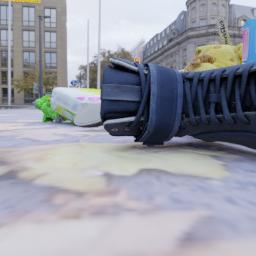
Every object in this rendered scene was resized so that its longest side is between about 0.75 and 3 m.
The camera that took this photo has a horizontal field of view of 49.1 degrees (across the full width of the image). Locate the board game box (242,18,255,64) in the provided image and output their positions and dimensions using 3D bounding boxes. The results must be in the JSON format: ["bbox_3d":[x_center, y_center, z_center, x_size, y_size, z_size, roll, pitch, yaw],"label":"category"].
[{"bbox_3d":[2.974,-0.891,5.160,1.647,2.152,0.434,0,4,5],"label":"board game box"}]

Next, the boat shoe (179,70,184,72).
[{"bbox_3d":[0.784,-0.825,7.265,2.173,0.799,0.726,-40,-26,22],"label":"boat shoe"}]

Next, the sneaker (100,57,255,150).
[{"bbox_3d":[0.799,-0.325,3.275,2.121,1.116,2.935,10,-8,-16],"label":"sneaker"}]

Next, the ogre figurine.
[{"bbox_3d":[-2.475,-0.673,9.975,1.188,1.982,0.972,-22,-24,-51],"label":"ogre figurine"}]

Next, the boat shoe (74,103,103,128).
[{"bbox_3d":[-0.350,-0.360,6.642,1.852,0.619,0.528,-23,-40,8],"label":"boat shoe"}]

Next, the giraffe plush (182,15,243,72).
[{"bbox_3d":[2.078,-0.903,6.351,2.318,2.859,2.467,-36,4,-33],"label":"giraffe plush"}]

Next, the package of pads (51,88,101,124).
[{"bbox_3d":[-1.070,-0.744,9.261,2.462,0.840,1.902,-2,20,-41],"label":"package of pads"}]
